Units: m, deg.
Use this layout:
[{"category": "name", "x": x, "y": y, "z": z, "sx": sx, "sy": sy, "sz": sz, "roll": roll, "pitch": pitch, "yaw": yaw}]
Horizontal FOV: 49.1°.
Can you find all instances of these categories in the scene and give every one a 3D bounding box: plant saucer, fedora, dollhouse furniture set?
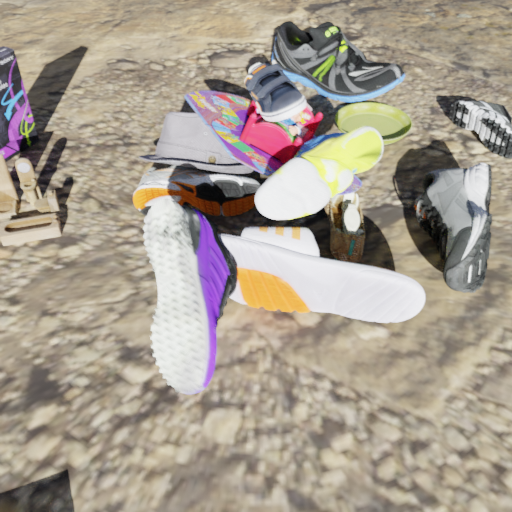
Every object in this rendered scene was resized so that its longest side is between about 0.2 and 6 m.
[{"category": "plant saucer", "x": 2.747, "y": -3.081, "z": 13.232, "sx": 1.805, "sy": 0.280, "sz": 1.805, "roll": 0, "pitch": 43, "yaw": 0}, {"category": "fedora", "x": -1.098, "y": -2.285, "z": 11.168, "sx": 2.338, "sy": 1.056, "sz": 2.068, "roll": 9, "pitch": 11, "yaw": -8}, {"category": "dollhouse furniture set", "x": -4.438, "y": -1.099, "z": 10.424, "sx": 1.306, "sy": 1.119, "sz": 1.373, "roll": -11, "pitch": 43, "yaw": -12}]

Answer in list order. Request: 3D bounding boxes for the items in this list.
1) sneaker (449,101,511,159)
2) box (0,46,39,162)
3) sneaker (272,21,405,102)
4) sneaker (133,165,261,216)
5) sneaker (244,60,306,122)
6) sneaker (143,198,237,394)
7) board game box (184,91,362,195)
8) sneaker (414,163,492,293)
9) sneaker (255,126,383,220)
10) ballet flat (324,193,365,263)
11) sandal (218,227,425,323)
[{"category": "sneaker", "x": 5.498, "y": -3.008, "z": 12.798, "sx": 1.022, "sy": 0.751, "sz": 2.258, "roll": -17, "pitch": 43, "yaw": -14}, {"category": "box", "x": -5.483, "y": -3.053, "z": 11.774, "sx": 0.396, "sy": 2.193, "sz": 1.568, "roll": 19, "pitch": 46, "yaw": 20}, {"category": "sneaker", "x": 1.966, "y": -5.093, "z": 14.450, "sx": 3.858, "sy": 1.599, "sz": 1.368, "roll": 30, "pitch": 51, "yaw": 29}, {"category": "sneaker", "x": -1.121, "y": -1.440, "z": 10.921, "sx": 2.451, "sy": 0.928, "sz": 1.127, "roll": 0, "pitch": 46, "yaw": -2}, {"category": "sneaker", "x": 0.252, "y": -2.954, "z": 9.945, "sx": 0.772, "sy": 0.782, "sz": 1.969, "roll": -29, "pitch": 29, "yaw": -3}, {"category": "sneaker", "x": -0.740, "y": 0.555, "z": 7.959, "sx": 0.945, "sy": 1.351, "sz": 2.717, "roll": -20, "pitch": 69, "yaw": 34}, {"category": "board game box", "x": 0.445, "y": -2.522, "z": 10.603, "sx": 2.989, "sy": 0.737, "sz": 3.783, "roll": 4, "pitch": 36, "yaw": -35}, {"category": "sneaker", "x": 3.441, "y": -0.524, "z": 9.878, "sx": 1.339, "sy": 1.248, "sz": 3.377, "roll": 4, "pitch": 35, "yaw": 18}, {"category": "sneaker", "x": 0.905, "y": -1.354, "z": 9.249, "sx": 2.392, "sy": 0.906, "sz": 1.257, "roll": -28, "pitch": 19, "yaw": -14}, {"category": "ballet flat", "x": 1.696, "y": -0.779, "z": 10.356, "sx": 0.771, "sy": 0.714, "sz": 2.187, "roll": 6, "pitch": 42, "yaw": -7}, {"category": "sandal", "x": 0.861, "y": 0.218, "z": 8.843, "sx": 3.496, "sy": 1.339, "sz": 1.002, "roll": 12, "pitch": 44, "yaw": 9}]
